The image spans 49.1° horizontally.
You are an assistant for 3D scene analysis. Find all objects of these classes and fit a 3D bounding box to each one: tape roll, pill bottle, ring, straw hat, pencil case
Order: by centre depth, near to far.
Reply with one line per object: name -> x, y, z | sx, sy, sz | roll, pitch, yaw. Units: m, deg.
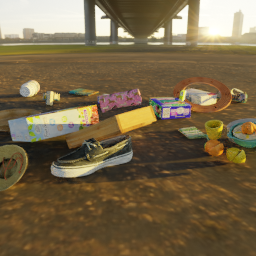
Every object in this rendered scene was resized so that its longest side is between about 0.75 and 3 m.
straw hat -> -3.135, 1.106, 7.429 | 1.313, 1.313, 0.556 | 5, -21, 15
tape roll -> 4.292, 0.107, 10.084 | 1.365, 0.451, 1.365 | -12, 21, 5
pencil case -> -0.330, -1.284, 13.075 | 1.975, 0.817, 0.854 | -12, 16, 0
ring -> 3.820, -1.714, 14.507 | 2.945, 0.283, 2.945 | -3, 44, 3
pill bottle -> -5.938, -2.336, 16.836 | 0.842, 0.842, 1.409 | 0, 20, 1

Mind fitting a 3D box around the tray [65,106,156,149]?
tray -> -0.640, 0.041, 8.816 | 1.429, 0.537, 2.897 | -19, -1, -41

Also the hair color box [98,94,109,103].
hair color box -> -0.911, -1.533, 15.191 | 1.326, 0.430, 0.725 | 8, 22, 28

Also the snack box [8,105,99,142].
snack box -> -2.648, -0.172, 9.975 | 2.530, 0.856, 2.133 | -13, 7, -36

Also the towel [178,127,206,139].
towel -> 2.458, 0.189, 10.777 | 0.760, 0.117, 0.997 | -5, 21, -14

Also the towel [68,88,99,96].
towel -> -2.779, -2.222, 17.554 | 1.581, 0.172, 1.159 | 12, 23, 28

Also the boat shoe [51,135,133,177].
boat shoe -> -1.012, 0.695, 8.125 | 2.543, 0.902, 0.917 | -13, 23, -33

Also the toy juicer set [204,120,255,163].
toy juicer set -> 3.751, 0.342, 8.725 | 2.835, 0.772, 1.804 | 2, 33, 25

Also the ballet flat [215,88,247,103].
ballet flat -> 5.777, -1.941, 15.937 | 2.032, 0.731, 0.731 | 16, 25, 38

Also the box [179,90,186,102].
box -> 2.568, -1.524, 13.169 | 0.186, 0.475, 0.780 | 14, 16, 17

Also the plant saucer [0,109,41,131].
plant saucer -> -4.832, -0.313, 11.732 | 2.302, 0.407, 2.302 | 0, 19, 0

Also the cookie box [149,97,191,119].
cookie box -> 1.938, -0.973, 13.227 | 1.455, 0.639, 1.701 | -4, 19, -15

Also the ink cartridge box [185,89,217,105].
ink cartridge box -> 3.611, -1.547, 14.766 | 1.237, 0.717, 1.676 | -13, 21, -31

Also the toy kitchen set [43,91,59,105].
toy kitchen set -> -4.392, -1.582, 15.271 | 0.969, 0.712, 1.209 | 4, 0, 11
